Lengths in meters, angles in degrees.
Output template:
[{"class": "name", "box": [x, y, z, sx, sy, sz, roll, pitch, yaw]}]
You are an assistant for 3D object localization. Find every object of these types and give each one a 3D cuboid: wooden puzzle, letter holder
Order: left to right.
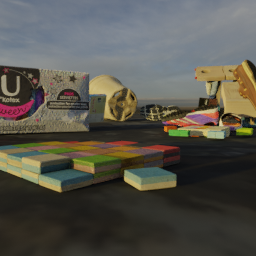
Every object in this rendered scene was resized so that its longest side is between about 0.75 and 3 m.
[{"class": "wooden puzzle", "box": [-0.498, 0.286, 2.969, 2.515, 0.177, 1.492, 4, 5, 44]}, {"class": "letter holder", "box": [2.712, -0.524, 9.348, 0.652, 0.917, 0.461, 1, 9, -33]}]

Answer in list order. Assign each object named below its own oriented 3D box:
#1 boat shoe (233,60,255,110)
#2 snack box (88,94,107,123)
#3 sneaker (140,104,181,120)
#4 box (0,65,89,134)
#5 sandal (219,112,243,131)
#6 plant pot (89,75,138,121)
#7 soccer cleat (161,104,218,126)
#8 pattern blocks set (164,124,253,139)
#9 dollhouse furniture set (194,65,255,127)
[{"class": "boat shoe", "box": [3.033, -0.923, 6.869, 0.564, 1.567, 0.529, 11, -34, -35]}, {"class": "snack box", "box": [-1.037, -0.649, 9.232, 0.559, 0.962, 0.179, -6, 30, -29]}, {"class": "sneaker", "box": [1.705, -0.706, 15.009, 2.280, 0.884, 0.908, 4, -16, -13]}, {"class": "box", "box": [-2.564, -0.705, 7.170, 2.770, 1.589, 1.830, -2, 4, -30]}, {"class": "sandal", "box": [2.969, -0.200, 7.974, 0.645, 0.483, 1.684, 1, 4, 15]}, {"class": "plant pot", "box": [-0.741, -1.408, 14.441, 2.486, 2.486, 2.275, -2, 15, -28]}, {"class": "soccer cleat", "box": [1.933, -0.254, 8.722, 1.767, 0.647, 0.603, -12, 18, 4]}, {"class": "pattern blocks set", "box": [1.747, 0.069, 6.258, 1.915, 0.177, 2.179, 3, 5, 37]}, {"class": "dollhouse furniture set", "box": [3.420, -0.760, 10.009, 2.034, 2.046, 2.903, 0, 33, 12]}]
